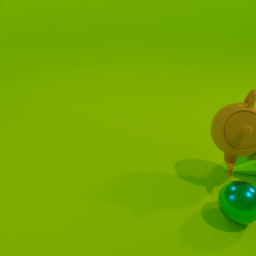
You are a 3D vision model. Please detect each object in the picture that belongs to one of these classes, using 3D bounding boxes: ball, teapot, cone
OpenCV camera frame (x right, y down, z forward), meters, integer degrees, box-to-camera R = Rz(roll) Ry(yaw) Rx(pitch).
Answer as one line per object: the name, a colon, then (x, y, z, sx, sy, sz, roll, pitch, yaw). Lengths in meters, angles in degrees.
ball: (2.062, 1.360, 5.145, 0.787, 0.787, 0.787, 0, 30, 0)
teapot: (2.301, 0.101, 5.767, 1.149, 1.848, 0.905, 17, 4, 7)
cone: (2.762, 0.769, 6.387, 1.231, 1.226, 1.226, -23, 26, 14)
